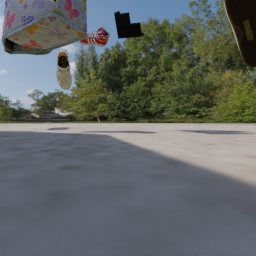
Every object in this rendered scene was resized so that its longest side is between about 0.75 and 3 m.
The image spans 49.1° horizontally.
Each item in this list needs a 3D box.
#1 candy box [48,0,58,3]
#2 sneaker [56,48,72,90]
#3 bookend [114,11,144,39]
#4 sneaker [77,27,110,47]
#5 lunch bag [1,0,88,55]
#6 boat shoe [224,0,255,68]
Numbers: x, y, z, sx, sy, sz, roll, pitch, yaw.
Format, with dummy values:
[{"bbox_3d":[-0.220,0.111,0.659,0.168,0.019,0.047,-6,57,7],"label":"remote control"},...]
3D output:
[{"bbox_3d":[-1.658,-3.557,5.478,0.561,1.315,1.568,31,-6,39],"label":"candy box"},{"bbox_3d":[-2.334,-1.996,10.043,0.566,1.555,0.658,-5,34,-7],"label":"sneaker"},{"bbox_3d":[0.055,-4.142,11.139,1.008,1.014,0.467,3,30,24],"label":"bookend"},{"bbox_3d":[-1.158,-3.039,9.217,1.142,0.407,0.642,-1,-20,-27],"label":"sneaker"},{"bbox_3d":[-2.438,-3.358,7.744,2.612,2.215,1.660,-9,-13,30],"label":"lunch bag"},{"bbox_3d":[2.798,-2.700,6.639,0.880,2.455,0.935,-7,24,23],"label":"boat shoe"}]
